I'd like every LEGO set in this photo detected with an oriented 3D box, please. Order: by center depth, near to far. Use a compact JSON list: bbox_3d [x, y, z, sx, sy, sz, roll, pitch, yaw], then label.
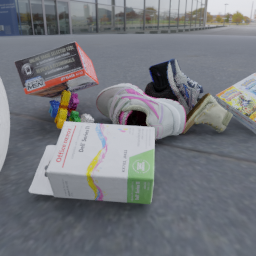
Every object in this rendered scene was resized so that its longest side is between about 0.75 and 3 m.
[{"bbox_3d":[-1.645,-0.593,7.844,0.878,0.945,2.303,10,17,-28],"label":"LEGO set"}]

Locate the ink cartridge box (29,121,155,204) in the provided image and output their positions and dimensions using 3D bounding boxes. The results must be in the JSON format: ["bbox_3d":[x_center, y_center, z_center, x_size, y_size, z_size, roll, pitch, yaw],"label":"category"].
[{"bbox_3d":[-0.609,0.554,4.899,2.105,0.709,1.233,3,43,3],"label":"ink cartridge box"}]

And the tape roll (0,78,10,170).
[{"bbox_3d":[-2.763,-0.077,5.048,0.427,2.335,2.335,-1,22,-2],"label":"tape roll"}]

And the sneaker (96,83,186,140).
[{"bbox_3d":[0.044,-0.456,7.512,2.866,1.166,1.264,18,26,39],"label":"sneaker"}]

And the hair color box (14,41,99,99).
[{"bbox_3d":[-1.910,-1.574,8.356,1.651,0.952,2.978,-18,3,2],"label":"hair color box"}]

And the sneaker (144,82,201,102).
[{"bbox_3d":[1.604,-0.863,8.597,2.424,1.100,0.920,6,22,8],"label":"sneaker"}]

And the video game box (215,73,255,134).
[{"bbox_3d":[3.690,-0.769,8.045,1.768,0.414,1.611,-29,48,-20],"label":"video game box"}]

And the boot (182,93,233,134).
[{"bbox_3d":[2.078,-0.151,7.499,0.991,1.281,0.462,39,5,-8],"label":"boot"}]

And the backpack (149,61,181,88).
[{"bbox_3d":[1.381,-1.529,9.558,1.047,1.288,1.081,-17,-4,8],"label":"backpack"}]

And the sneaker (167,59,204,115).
[{"bbox_3d":[1.683,-1.116,7.848,0.788,1.850,0.713,-19,13,23],"label":"sneaker"}]
